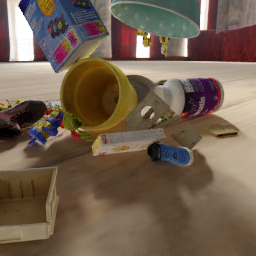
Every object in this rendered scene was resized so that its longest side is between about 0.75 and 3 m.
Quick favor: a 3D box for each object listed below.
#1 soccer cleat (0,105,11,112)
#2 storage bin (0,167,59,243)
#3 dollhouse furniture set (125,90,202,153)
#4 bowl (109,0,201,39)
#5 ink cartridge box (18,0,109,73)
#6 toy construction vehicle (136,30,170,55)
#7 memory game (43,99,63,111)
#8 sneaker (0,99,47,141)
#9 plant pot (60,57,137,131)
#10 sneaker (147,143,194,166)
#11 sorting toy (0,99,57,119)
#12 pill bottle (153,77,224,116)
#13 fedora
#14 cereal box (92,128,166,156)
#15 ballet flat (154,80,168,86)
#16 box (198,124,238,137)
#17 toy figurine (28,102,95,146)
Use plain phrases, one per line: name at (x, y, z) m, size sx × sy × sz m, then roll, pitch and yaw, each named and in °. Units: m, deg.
soccer cleat at (-4.165, -0.437, 8.837) m, size 0.526 × 0.438 × 1.297 m, roll 29°, pitch 43°, yaw 26°
storage bin at (-1.629, 1.063, 3.958) m, size 1.167 × 0.547 × 1.159 m, roll -2°, pitch 16°, yaw -9°
dollhouse furniture set at (1.021, 0.132, 7.259) m, size 1.666 × 1.047 × 1.883 m, roll 46°, pitch 9°, yaw 16°
bowl at (0.951, -3.817, 8.267) m, size 2.787 × 1.458 × 2.787 m, roll 14°, pitch 6°, yaw -1°
ink cartridge box at (-1.956, -3.189, 7.786) m, size 1.032 × 2.705 × 1.845 m, roll -29°, pitch 0°, yaw -41°
toy construction vehicle at (1.018, -3.671, 11.642) m, size 1.381 × 0.559 × 1.587 m, roll 13°, pitch -15°, yaw 9°
memory game at (-2.919, -0.940, 11.493) m, size 2.196 × 0.140 × 2.196 m, roll 0°, pitch 17°, yaw 0°
sneaker at (-3.032, -0.125, 7.834) m, size 2.160 × 0.817 × 1.248 m, roll -26°, pitch 34°, yaw -36°
plant pot at (-0.672, -0.945, 8.564) m, size 2.052 × 2.052 × 1.931 m, roll 8°, pitch 4°, yaw 26°
sneaker at (0.817, 0.560, 5.855) m, size 0.603 × 0.416 × 1.084 m, roll -3°, pitch 12°, yaw -30°
sorting toy at (-3.266, -0.678, 9.157) m, size 2.072 × 0.282 × 1.167 m, roll 4°, pitch 27°, yaw -48°
pill bottle at (2.093, -1.088, 9.871) m, size 2.346 × 1.319 × 1.319 m, roll -7°, pitch 18°, yaw -20°
fedora at (-0.009, -1.086, 9.958) m, size 2.034 × 0.918 × 1.799 m, roll -2°, pitch -20°, yaw 36°
cereal box at (-0.019, 0.318, 6.154) m, size 1.418 × 0.280 × 1.020 m, roll -6°, pitch -15°, yaw -17°
ballet flat at (1.540, -2.015, 14.477) m, size 2.188 × 0.771 × 0.714 m, roll -18°, pitch 50°, yaw -39°
box at (2.598, 0.062, 8.162) m, size 0.737 × 0.096 × 0.901 m, roll -7°, pitch 18°, yaw -21°
toy figurine at (-1.925, 0.171, 7.125) m, size 1.197 × 1.054 × 1.998 m, roll -41°, pitch 32°, yaw -22°
